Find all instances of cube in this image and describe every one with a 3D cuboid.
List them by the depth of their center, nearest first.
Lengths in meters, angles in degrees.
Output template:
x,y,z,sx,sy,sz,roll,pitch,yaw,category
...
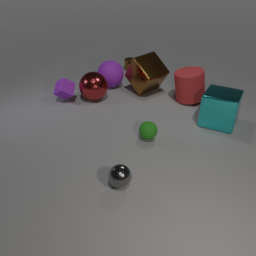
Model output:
x,y,z,sx,sy,sz,roll,pitch,yaw,category
3.812,-0.819,11.545,1.400,1.400,1.400,16,34,23,cube
-3.027,-1.875,13.352,0.700,0.700,0.700,20,-23,-38,cube
0.936,-2.727,14.060,1.400,1.400,1.400,-26,74,-30,cube

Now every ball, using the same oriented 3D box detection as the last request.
x,y,z,sx,sy,sz,roll,pitch,yaw,category
-0.237,1.426,8.346,0.700,0.700,0.700,0,32,0,ball
0.768,0.086,10.611,0.700,0.700,0.700,0,32,0,ball
-1.667,-2.020,13.538,1.400,1.400,1.400,0,32,0,ball
-0.927,-2.872,14.850,1.400,1.400,1.400,0,32,0,ball

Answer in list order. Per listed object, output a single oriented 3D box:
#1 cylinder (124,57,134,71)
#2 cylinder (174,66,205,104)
x,y,z,sx,sy,sz,roll,pitch,yaw,category
0.139,-3.935,17.301,0.700,0.700,0.700,-1,32,1,cylinder
2.946,-2.042,13.353,1.400,1.400,1.400,-8,30,5,cylinder
